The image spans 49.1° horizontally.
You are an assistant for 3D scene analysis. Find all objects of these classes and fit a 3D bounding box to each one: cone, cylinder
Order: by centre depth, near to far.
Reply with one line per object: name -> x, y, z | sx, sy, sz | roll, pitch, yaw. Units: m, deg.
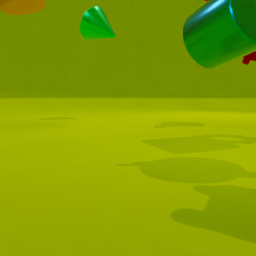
cylinder -> 2.003, -2.013, 5.612 | 1.310, 1.310, 1.310 | -3, -7, -28
cylinder -> -3.141, -4.094, 7.978 | 1.298, 1.298, 1.298 | -12, 6, 1
cone -> -0.971, -4.009, 11.493 | 1.436, 1.431, 1.431 | 38, 26, 27

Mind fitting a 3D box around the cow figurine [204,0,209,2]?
cow figurine -> 2.651, -4.392, 8.900 | 0.488, 0.890, 0.875 | 28, 1, 7

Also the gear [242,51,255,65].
gear -> 2.925, -2.092, 6.216 | 1.415, 1.415, 0.262 | 4, 35, 34
